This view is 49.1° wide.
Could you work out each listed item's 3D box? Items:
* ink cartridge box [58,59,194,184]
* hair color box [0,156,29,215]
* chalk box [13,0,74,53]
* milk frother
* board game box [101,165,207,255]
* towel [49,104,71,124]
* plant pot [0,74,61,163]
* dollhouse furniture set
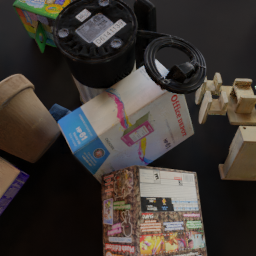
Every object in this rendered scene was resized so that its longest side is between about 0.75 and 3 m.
[{"bbox_3d":[0.071,-0.015,6.422,2.601,1.879,1.101,-35,49,-4],"label":"ink cartridge box"},{"bbox_3d":[-3.684,1.745,6.671,1.306,0.775,2.390,31,72,9],"label":"hair color box"},{"bbox_3d":[-2.177,-3.290,8.063,1.415,1.425,2.283,21,71,7],"label":"chalk box"},{"bbox_3d":[0.074,-1.209,6.563,2.607,2.717,2.889,-27,70,-7],"label":"milk frother"},{"bbox_3d":[0.548,2.111,5.865,1.890,1.148,2.371,13,65,-36],"label":"board game box"},{"bbox_3d":[-1.728,-0.254,7.637,0.980,0.238,0.547,28,72,9],"label":"towel"},{"bbox_3d":[-2.596,-0.083,6.888,1.674,1.920,1.920,39,75,-5],"label":"plant pot"},{"bbox_3d":[2.922,-0.089,7.233,2.104,1.595,2.400,2,49,1],"label":"dollhouse furniture set"}]
